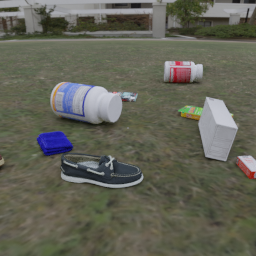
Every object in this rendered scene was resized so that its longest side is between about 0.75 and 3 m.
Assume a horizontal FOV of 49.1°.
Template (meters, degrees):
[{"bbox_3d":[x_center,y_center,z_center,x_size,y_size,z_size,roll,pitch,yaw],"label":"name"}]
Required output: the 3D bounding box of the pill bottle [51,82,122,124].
[{"bbox_3d":[-1.632,-0.976,11.201,2.648,1.484,1.484,11,25,26],"label":"pill bottle"}]

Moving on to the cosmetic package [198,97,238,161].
[{"bbox_3d":[2.939,-0.074,9.406,0.699,1.140,2.761,14,24,3],"label":"cosmetic package"}]

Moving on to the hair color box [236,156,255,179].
[{"bbox_3d":[3.426,1.089,7.829,0.427,0.258,0.842,-2,23,-4],"label":"hair color box"}]

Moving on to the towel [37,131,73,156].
[{"bbox_3d":[-2.439,0.453,9.279,0.961,0.323,1.302,-12,25,-24],"label":"towel"}]

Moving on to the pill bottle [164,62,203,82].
[{"bbox_3d":[3.445,-3.511,17.591,2.293,1.287,1.287,2,23,5],"label":"pill bottle"}]

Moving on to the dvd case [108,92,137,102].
[{"bbox_3d":[-0.363,-1.629,14.518,1.600,0.176,1.168,2,23,7],"label":"dvd case"}]

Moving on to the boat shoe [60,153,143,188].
[{"bbox_3d":[-0.711,1.056,7.362,2.222,0.670,0.840,1,22,2],"label":"boat shoe"}]

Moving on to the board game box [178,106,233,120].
[{"bbox_3d":[3.220,-0.559,11.788,2.077,0.311,0.992,18,28,32],"label":"board game box"}]

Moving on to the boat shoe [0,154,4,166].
[{"bbox_3d":[-4.735,0.462,8.317,2.874,1.034,1.037,19,29,38],"label":"boat shoe"}]
